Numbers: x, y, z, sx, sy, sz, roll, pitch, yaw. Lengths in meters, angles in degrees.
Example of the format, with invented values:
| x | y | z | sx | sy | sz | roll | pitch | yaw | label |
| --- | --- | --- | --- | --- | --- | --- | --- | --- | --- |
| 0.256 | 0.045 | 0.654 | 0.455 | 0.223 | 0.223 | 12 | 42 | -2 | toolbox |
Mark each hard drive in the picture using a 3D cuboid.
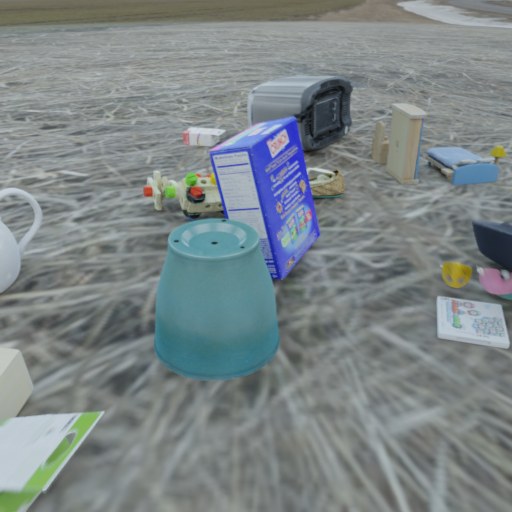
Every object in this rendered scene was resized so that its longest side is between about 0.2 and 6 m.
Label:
| x | y | z | sx | sy | sz | roll | pitch | yaw | label |
| --- | --- | --- | --- | --- | --- | --- | --- | --- | --- |
| 3.998 | -0.009 | 7.167 | 1.706 | 0.535 | 2.529 | 5 | 11 | -4 | hard drive |

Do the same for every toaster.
| x | y | z | sx | sy | sz | roll | pitch | yaw | label |
| --- | --- | --- | --- | --- | --- | --- | --- | --- | --- |
| 1.014 | -3.465 | 13.501 | 1.793 | 1.578 | 2.776 | 14 | 31 | 33 | toaster |

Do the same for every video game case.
| x | y | z | sx | sy | sz | roll | pitch | yaw | label |
| --- | --- | --- | --- | --- | --- | --- | --- | --- | --- |
| 2.623 | 0.793 | 6.845 | 0.783 | 0.102 | 0.860 | 7 | 28 | 13 | video game case |

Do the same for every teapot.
| x | y | z | sx | sy | sz | roll | pitch | yaw | label |
| --- | --- | --- | --- | --- | --- | --- | --- | --- | --- |
| -4.043 | -0.189 | 7.434 | 1.759 | 1.301 | 1.782 | 5 | 27 | 8 | teapot |

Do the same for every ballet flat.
| x | y | z | sx | sy | sz | roll | pitch | yaw | label |
| --- | --- | --- | --- | --- | --- | --- | --- | --- | --- |
| 0.839 | -1.340 | 10.431 | 1.744 | 0.569 | 0.615 | -10 | 24 | -19 | ballet flat |

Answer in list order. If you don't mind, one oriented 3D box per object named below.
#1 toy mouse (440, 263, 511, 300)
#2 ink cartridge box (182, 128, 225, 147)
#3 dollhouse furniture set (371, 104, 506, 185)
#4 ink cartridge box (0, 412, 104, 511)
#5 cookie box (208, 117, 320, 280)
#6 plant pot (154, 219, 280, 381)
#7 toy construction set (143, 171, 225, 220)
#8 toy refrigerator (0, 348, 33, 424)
| x | y | z | sx | sy | sz | roll | pitch | yaw | label |
| --- | --- | --- | --- | --- | --- | --- | --- | --- | --- |
| 3.033 | 0.353 | 7.026 | 1.368 | 0.298 | 1.540 | 12 | -2 | 15 | toy mouse |
| -1.260 | -2.910 | 13.735 | 0.946 | 0.319 | 0.551 | 7 | 28 | 17 | ink cartridge box |
| 3.833 | -2.485 | 11.743 | 2.152 | 1.405 | 2.032 | -4 | 28 | -9 | dollhouse furniture set |
| -1.761 | 1.678 | 4.418 | 1.111 | 0.421 | 0.821 | -11 | 22 | 24 | ink cartridge box |
| 0.189 | -0.841 | 7.961 | 0.706 | 1.880 | 1.608 | -2 | 24 | 28 | cookie box |
| -0.459 | 0.387 | 6.247 | 1.467 | 1.379 | 1.467 | 0 | 28 | 0 | plant pot |
| -0.881 | -1.286 | 9.867 | 2.183 | 1.006 | 1.431 | -15 | 54 | -12 | toy construction set |
| -3.184 | 1.262 | 5.419 | 1.779 | 0.622 | 0.675 | 4 | 35 | 9 | toy refrigerator |
